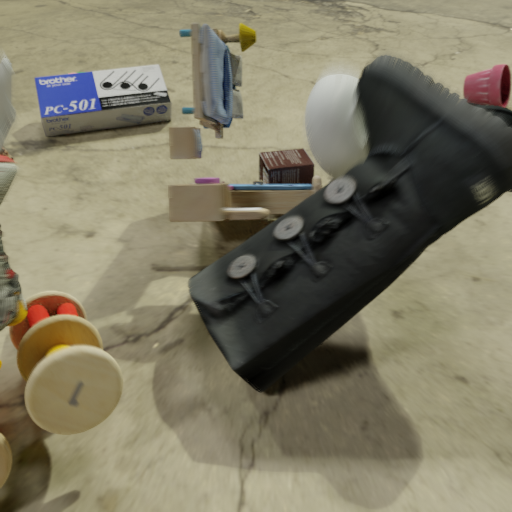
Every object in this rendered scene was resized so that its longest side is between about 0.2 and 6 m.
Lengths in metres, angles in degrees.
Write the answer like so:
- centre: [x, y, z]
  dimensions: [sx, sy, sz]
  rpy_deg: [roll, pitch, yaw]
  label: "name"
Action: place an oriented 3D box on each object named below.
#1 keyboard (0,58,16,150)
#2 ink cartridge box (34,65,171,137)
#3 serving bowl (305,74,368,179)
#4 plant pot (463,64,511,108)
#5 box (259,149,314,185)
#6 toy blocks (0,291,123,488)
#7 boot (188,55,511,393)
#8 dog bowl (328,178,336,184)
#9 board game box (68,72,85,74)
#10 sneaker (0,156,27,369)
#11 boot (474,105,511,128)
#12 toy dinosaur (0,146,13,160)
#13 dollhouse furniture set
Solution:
- centre: [-3.465, 0.168, 5.782]
  dimensions: [0.247, 1.305, 4.637]
  rpy_deg: [20, 75, -14]
  label: "keyboard"
- centre: [-3.459, -3.561, 12.758]
  dimensions: [2.822, 0.624, 1.327]
  rpy_deg: [-12, 60, -15]
  label: "ink cartridge box"
- centre: [1.502, -2.043, 8.737]
  dimensions: [0.540, 1.643, 1.643]
  rpy_deg: [0, 27, 47]
  label: "serving bowl"
- centre: [5.564, -4.072, 13.553]
  dimensions: [0.912, 1.019, 1.019]
  rpy_deg: [8, 35, 36]
  label: "plant pot"
- centre: [0.541, -1.466, 10.241]
  dimensions: [0.871, 0.723, 0.715]
  rpy_deg: [-8, 36, -11]
  label: "box"
- centre: [-2.854, 1.323, 6.362]
  dimensions: [2.188, 0.954, 2.626]
  rpy_deg: [-32, 28, -17]
  label: "toy blocks"
- centre: [0.855, -0.596, 7.280]
  dimensions: [3.994, 1.311, 3.292]
  rpy_deg: [-41, 32, 8]
  label: "boot"
- centre: [2.064, -0.886, 9.660]
  dimensions: [1.755, 0.515, 1.755]
  rpy_deg: [-1, 37, 0]
  label: "dog bowl"
- centre: [-4.174, -4.131, 14.056]
  dimensions: [1.476, 0.357, 1.952]
  rpy_deg: [-1, 38, -2]
  label: "board game box"
- centre: [-2.656, 0.184, 5.405]
  dimensions: [0.973, 2.368, 0.922]
  rpy_deg: [14, 13, -21]
  label: "sneaker"
- centre: [3.783, -2.026, 10.768]
  dimensions: [2.695, 0.997, 2.208]
  rpy_deg: [0, 34, 12]
  label: "boot"
- centre: [-5.436, -2.169, 11.491]
  dimensions: [0.899, 0.386, 0.609]
  rpy_deg: [-3, 44, 5]
  label: "toy dinosaur"
- centre: [-0.046, -2.177, 8.440]
  dimensions: [2.043, 3.131, 2.956]
  rpy_deg: [-1, 8, 4]
  label: "dollhouse furniture set"
